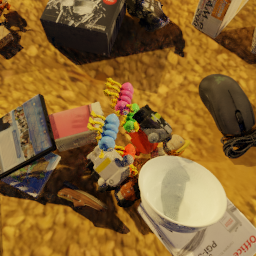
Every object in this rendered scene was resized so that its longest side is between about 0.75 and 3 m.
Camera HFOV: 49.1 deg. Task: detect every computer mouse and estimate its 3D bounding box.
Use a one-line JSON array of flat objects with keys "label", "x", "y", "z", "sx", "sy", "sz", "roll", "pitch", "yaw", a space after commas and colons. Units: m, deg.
[{"label": "computer mouse", "x": 3.252, "y": -0.658, "z": 8.616, "sx": 1.953, "sy": 0.744, "sz": 2.821, "roll": -24, "pitch": 69, "yaw": -9}]

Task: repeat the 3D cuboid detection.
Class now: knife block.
[{"label": "knife block", "x": -4.616, "y": -3.398, "z": 10.000, "sx": 0.921, "sy": 0.336, "sz": 1.049, "roll": 39, "pitch": 73, "yaw": 16}]

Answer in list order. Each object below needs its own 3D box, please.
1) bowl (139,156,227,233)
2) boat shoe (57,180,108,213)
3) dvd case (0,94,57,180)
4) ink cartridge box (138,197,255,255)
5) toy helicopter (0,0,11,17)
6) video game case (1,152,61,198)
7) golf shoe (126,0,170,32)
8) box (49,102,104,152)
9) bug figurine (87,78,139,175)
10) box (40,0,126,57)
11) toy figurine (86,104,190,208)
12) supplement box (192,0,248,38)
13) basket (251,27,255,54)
[{"label": "bowl", "x": 1.036, "y": 1.499, "z": 5.885, "sx": 1.849, "sy": 0.831, "sz": 1.849, "roll": 9, "pitch": 36, "yaw": -6}, {"label": "boat shoe", "x": -1.249, "y": 1.986, "z": 7.666, "sx": 1.477, "sy": 0.531, "sz": 0.502, "roll": 25, "pitch": 74, "yaw": 20}, {"label": "dvd case", "x": -3.209, "y": 0.336, "z": 7.939, "sx": 2.467, "sy": 0.216, "sz": 1.760, "roll": -27, "pitch": 67, "yaw": 15}, {"label": "ink cartridge box", "x": 1.771, "y": 2.439, "z": 7.083, "sx": 1.886, "sy": 1.066, "sz": 2.575, "roll": -36, "pitch": 70, "yaw": -16}, {"label": "toy helicopter", "x": -4.632, "y": -4.255, "z": 10.247, "sx": 0.402, "sy": 0.673, "sz": 1.018, "roll": 24, "pitch": 85, "yaw": -29}, {"label": "video game case", "x": -2.816, "y": 1.172, "z": 8.146, "sx": 1.213, "sy": 0.147, "sz": 1.332, "roll": 23, "pitch": 67, "yaw": 10}, {"label": "golf shoe", "x": 0.641, "y": -4.413, "z": 10.268, "sx": 1.064, "sy": 0.875, "sz": 2.251, "roll": -21, "pitch": 70, "yaw": -27}, {"label": "box", "x": -1.436, "y": -0.021, "z": 8.205, "sx": 1.555, "sy": 0.994, "sz": 0.847, "roll": -15, "pitch": 68, "yaw": -6}, {"label": "bug figurine", "x": -0.142, "y": 0.044, "z": 6.983, "sx": 0.705, "sy": 2.741, "sz": 2.126, "roll": 5, "pitch": 68, "yaw": 15}, {"label": "box", "x": -1.449, "y": -3.902, "z": 9.725, "sx": 2.338, "sy": 1.217, "sz": 2.129, "roll": 14, "pitch": 69, "yaw": 6}, {"label": "toy figurine", "x": 0.219, "y": 0.809, "z": 7.147, "sx": 2.362, "sy": 2.326, "sz": 1.644, "roll": -41, "pitch": 84, "yaw": -18}, {"label": "supplement box", "x": 3.641, "y": -4.869, "z": 9.787, "sx": 1.085, "sy": 1.860, "sz": 2.952, "roll": 37, "pitch": 71, "yaw": 13}, {"label": "basket", "x": 4.947, "y": -3.276, "z": 9.622, "sx": 1.025, "sy": 0.933, "sz": 1.512, "roll": 18, "pitch": 69, "yaw": 7}]
